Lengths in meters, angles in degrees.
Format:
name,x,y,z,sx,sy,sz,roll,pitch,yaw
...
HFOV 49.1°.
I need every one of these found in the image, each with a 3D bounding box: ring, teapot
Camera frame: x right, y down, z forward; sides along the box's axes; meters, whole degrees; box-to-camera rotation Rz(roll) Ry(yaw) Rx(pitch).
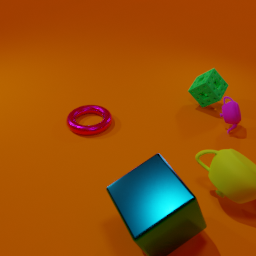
name,x,y,z,sx,sy,sz,roll,pitch,yaw
ring,-1.142,-0.263,8.301,1.355,0.271,1.355,0,37,0
teapot,2.860,-0.367,7.840,0.527,1.077,0.669,-12,-11,28
teapot,2.223,1.084,5.748,1.901,0.931,1.182,38,18,8

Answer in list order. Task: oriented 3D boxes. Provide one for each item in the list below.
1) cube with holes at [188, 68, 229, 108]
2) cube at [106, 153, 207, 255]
name,x,y,z,sx,sy,sz,roll,pitch,yaw
cube with holes,2.492,-1.235,8.702,0.744,0.744,0.744,-24,25,56
cube,0.516,1.429,5.038,1.174,1.174,1.174,-33,44,-5
